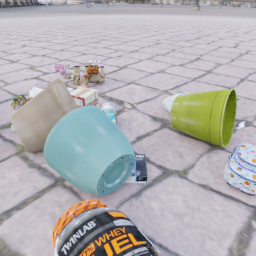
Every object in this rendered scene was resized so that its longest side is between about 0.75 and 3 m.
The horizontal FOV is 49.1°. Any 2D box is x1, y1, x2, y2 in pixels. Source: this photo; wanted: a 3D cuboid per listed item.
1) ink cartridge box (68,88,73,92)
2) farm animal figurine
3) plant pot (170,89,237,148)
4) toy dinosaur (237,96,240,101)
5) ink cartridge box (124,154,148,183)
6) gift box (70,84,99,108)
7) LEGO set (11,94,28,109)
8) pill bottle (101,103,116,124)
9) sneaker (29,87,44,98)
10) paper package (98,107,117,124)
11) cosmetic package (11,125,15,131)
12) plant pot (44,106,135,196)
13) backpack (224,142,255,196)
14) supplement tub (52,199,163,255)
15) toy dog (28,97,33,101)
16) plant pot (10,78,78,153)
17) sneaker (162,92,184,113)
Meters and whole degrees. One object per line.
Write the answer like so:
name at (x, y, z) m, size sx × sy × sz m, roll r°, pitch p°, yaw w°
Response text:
ink cartridge box at (-3.467, -1.473, 13.595) m, size 1.062 × 0.616 × 1.472 m, roll 10°, pitch 30°, yaw 18°
farm animal figurine at (-2.695, -2.897, 15.813) m, size 2.546 × 1.280 × 2.056 m, roll 4°, pitch 9°, yaw 14°
plant pot at (2.750, -0.473, 10.414) m, size 2.030 × 2.108 × 2.108 m, roll 9°, pitch 29°, yaw 31°
toy dinosaur at (4.741, -1.281, 13.551) m, size 1.266 × 0.487 × 0.647 m, roll 7°, pitch 17°, yaw 24°
ink cartridge box at (0.217, 1.192, 8.988) m, size 0.751 × 0.296 × 1.510 m, roll -1°, pitch 27°, yaw -1°
gift box at (-2.045, -1.280, 12.715) m, size 1.225 × 1.130 × 1.144 m, roll 21°, pitch 36°, yaw 23°
LEGO set at (-5.144, -1.177, 13.363) m, size 0.703 × 0.529 × 0.914 m, roll -35°, pitch 30°, yaw -1°
pill bottle at (-0.790, -0.532, 11.094) m, size 0.489 × 0.883 × 0.489 m, roll -13°, pitch -12°, yaw -3°
sneaker at (-4.351, -1.596, 13.813) m, size 0.871 × 0.683 × 1.753 m, roll 0°, pitch 29°, yaw -8°
paper package at (-1.073, -0.476, 11.847) m, size 0.961 × 0.522 × 1.008 m, roll -16°, pitch 33°, yaw -28°
cosmetic package at (-4.230, -0.053, 11.372) m, size 0.881 × 0.223 × 0.364 m, roll 1°, pitch 29°, yaw 2°
plant pot at (-0.897, 0.792, 7.882) m, size 2.251 × 2.251 × 1.806 m, roll -25°, pitch 50°, yaw -38°
backpack at (3.550, 1.200, 8.194) m, size 1.480 × 1.140 × 1.410 m, roll 20°, pitch 44°, yaw 27°
supplement tub at (-0.218, 2.575, 4.916) m, size 1.674 × 1.674 × 2.733 m, roll -18°, pitch 32°, yaw -30°
toy dog at (-3.958, -0.929, 12.509) m, size 1.263 × 0.909 × 1.303 m, roll -41°, pitch 42°, yaw -18°
plant pot at (-2.832, -0.236, 9.852) m, size 2.101 × 2.421 × 2.421 m, roll -27°, pitch 35°, yaw -15°
sneaker at (2.207, -1.161, 13.071) m, size 0.800 × 0.807 × 2.226 m, roll -28°, pitch 2°, yaw 29°
